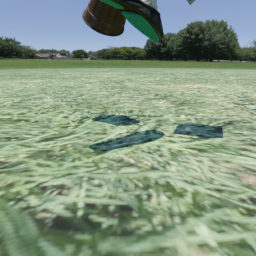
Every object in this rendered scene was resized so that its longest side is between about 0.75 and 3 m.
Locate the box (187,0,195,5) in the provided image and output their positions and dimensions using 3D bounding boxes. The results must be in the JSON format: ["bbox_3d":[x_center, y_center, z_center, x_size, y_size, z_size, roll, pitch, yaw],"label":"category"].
[{"bbox_3d":[1.792,-3.707,6.647,1.201,0.685,1.306,-37,14,32],"label":"box"}]

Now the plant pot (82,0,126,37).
[{"bbox_3d":[-0.480,-3.558,7.968,1.327,1.314,1.327,15,49,-18],"label":"plant pot"}]

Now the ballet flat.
[{"bbox_3d":[0.065,-2.775,5.970,2.633,0.900,0.895,17,15,-46],"label":"ballet flat"}]
